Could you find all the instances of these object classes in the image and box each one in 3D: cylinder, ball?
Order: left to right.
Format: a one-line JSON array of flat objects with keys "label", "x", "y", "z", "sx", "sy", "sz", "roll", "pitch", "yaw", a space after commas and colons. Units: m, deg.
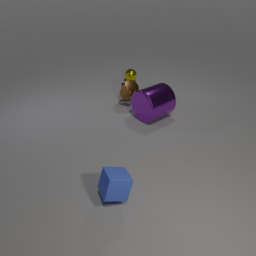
[{"label": "cylinder", "x": 0.049, "y": -1.731, "z": 12.820, "sx": 0.700, "sy": 0.700, "sz": 0.700, "roll": 11, "pitch": 60, "yaw": -19}, {"label": "ball", "x": 0.159, "y": -2.975, "z": 15.748, "sx": 0.700, "sy": 0.700, "sz": 0.700, "roll": 0, "pitch": 32, "yaw": 0}, {"label": "cylinder", "x": 1.088, "y": -1.097, "z": 12.005, "sx": 1.400, "sy": 1.400, "sz": 1.400, "roll": -24, "pitch": 39, "yaw": -33}]

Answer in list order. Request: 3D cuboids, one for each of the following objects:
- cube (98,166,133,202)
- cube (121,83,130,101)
[{"label": "cube", "x": -0.360, "y": 1.551, "z": 7.799, "sx": 0.700, "sy": 0.700, "sz": 0.700, "roll": 6, "pitch": 22, "yaw": -25}, {"label": "cube", "x": 0.086, "y": -1.826, "z": 13.878, "sx": 0.700, "sy": 0.700, "sz": 0.700, "roll": -9, "pitch": 32, "yaw": -14}]
